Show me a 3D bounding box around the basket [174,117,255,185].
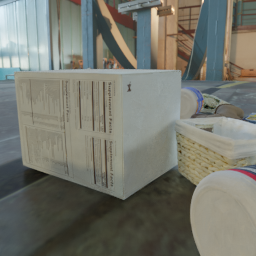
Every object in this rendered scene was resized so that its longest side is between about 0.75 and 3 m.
[{"bbox_3d":[1.829,0.536,5.218,1.306,1.189,1.927,-4,12,-17],"label":"basket"}]

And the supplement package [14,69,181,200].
[{"bbox_3d":[-0.618,-0.172,6.098,2.859,2.154,2.169,9,16,35],"label":"supplement package"}]

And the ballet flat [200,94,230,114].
[{"bbox_3d":[3.871,-1.218,13.443,0.992,0.992,2.857,-4,15,-16],"label":"ballet flat"}]

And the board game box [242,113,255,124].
[{"bbox_3d":[5.512,-0.059,9.601,2.748,0.473,1.860,8,15,33],"label":"board game box"}]

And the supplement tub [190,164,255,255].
[{"bbox_3d":[1.721,0.975,3.068,1.776,1.247,1.247,-6,14,-23],"label":"supplement tub"}]

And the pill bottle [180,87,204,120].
[{"bbox_3d":[2.624,-1.126,12.471,1.356,1.356,2.420,6,13,25],"label":"pill bottle"}]

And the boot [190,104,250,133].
[{"bbox_3d":[3.438,-0.131,9.198,2.657,0.933,1.943,-10,19,-24],"label":"boot"}]
